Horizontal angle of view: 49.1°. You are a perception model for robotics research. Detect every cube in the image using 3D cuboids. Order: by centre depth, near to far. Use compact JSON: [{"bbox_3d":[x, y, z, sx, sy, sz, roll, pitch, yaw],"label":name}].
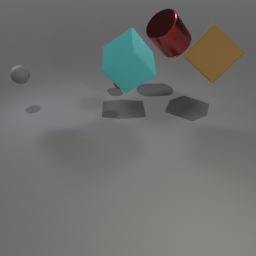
[{"bbox_3d":[3.017,-2.681,9.953,1.400,1.400,1.400,42,26,-2],"label":"cube"},{"bbox_3d":[0.027,-2.421,10.186,1.400,1.400,1.400,-26,45,26],"label":"cube"}]

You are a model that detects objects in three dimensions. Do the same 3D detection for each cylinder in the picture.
[{"bbox_3d":[1.677,-3.838,11.446,1.400,1.400,1.400,36,3,43],"label":"cylinder"}]

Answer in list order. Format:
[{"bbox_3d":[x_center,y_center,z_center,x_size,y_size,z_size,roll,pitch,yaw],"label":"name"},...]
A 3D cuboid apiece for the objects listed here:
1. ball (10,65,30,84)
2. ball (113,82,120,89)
[{"bbox_3d":[-4.130,-2.038,10.732,0.700,0.700,0.700,0,32,0],"label":"ball"},{"bbox_3d":[-0.284,-1.970,11.750,0.700,0.700,0.700,0,32,0],"label":"ball"}]
